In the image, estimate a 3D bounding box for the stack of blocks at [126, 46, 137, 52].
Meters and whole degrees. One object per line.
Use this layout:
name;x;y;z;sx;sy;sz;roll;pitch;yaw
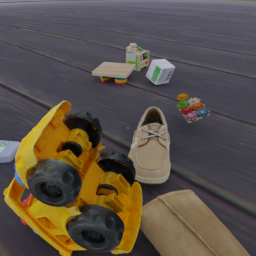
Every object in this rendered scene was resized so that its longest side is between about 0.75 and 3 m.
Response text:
stack of blocks;0.347;-4.449;15.816;0.774;0.227;0.446;13;32;22

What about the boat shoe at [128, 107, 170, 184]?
boat shoe;0.514;0.297;6.652;0.957;0.867;2.687;4;26;1

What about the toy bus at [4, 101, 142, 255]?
toy bus;-1.108;0.959;4.402;2.086;2.173;1.474;-23;28;27

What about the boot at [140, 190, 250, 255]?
boot;0.833;2.056;3.785;2.306;0.871;2.633;-2;28;-31

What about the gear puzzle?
gear puzzle;1.805;-0.688;8.126;0.717;0.181;1.385;-21;38;1

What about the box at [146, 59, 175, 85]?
box;1.288;-2.240;11.137;0.775;0.771;0.664;-15;50;-39

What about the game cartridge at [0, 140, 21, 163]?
game cartridge;-3.327;0.574;6.990;1.130;0.229;0.753;4;33;7

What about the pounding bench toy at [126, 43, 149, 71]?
pounding bench toy;0.482;-3.387;12.936;0.759;1.221;0.953;19;35;29

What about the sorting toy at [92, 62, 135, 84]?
sorting toy;-0.558;-2.263;11.678;1.445;0.503;1.436;8;31;14
